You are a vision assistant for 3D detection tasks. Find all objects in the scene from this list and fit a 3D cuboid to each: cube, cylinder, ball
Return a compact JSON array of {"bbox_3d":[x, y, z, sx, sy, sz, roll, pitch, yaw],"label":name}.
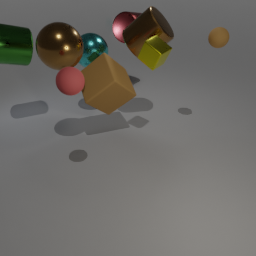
[{"bbox_3d":[-0.790,-1.581,10.301,1.400,1.400,1.400,-33,59,21],"label":"cube"},{"bbox_3d":[-4.370,-3.040,10.245,1.400,1.400,1.400,-3,27,-35],"label":"cylinder"},{"bbox_3d":[0.867,-2.434,9.100,0.700,0.700,0.700,43,50,11],"label":"cube"},{"bbox_3d":[-1.422,-1.151,6.892,0.700,0.700,0.700,0,31,0],"label":"ball"},{"bbox_3d":[3.151,-3.139,9.731,0.700,0.700,0.700,0,31,0],"label":"ball"},{"bbox_3d":[-2.036,-2.433,8.397,1.400,1.400,1.400,0,31,0],"label":"ball"},{"bbox_3d":[0.743,-3.471,10.360,1.400,1.400,1.400,-32,16,31],"label":"cylinder"},{"bbox_3d":[0.192,-4.855,13.538,1.400,1.400,1.400,17,26,26],"label":"cylinder"},{"bbox_3d":[-1.488,-3.101,11.280,1.400,1.400,1.400,0,31,0],"label":"ball"}]
